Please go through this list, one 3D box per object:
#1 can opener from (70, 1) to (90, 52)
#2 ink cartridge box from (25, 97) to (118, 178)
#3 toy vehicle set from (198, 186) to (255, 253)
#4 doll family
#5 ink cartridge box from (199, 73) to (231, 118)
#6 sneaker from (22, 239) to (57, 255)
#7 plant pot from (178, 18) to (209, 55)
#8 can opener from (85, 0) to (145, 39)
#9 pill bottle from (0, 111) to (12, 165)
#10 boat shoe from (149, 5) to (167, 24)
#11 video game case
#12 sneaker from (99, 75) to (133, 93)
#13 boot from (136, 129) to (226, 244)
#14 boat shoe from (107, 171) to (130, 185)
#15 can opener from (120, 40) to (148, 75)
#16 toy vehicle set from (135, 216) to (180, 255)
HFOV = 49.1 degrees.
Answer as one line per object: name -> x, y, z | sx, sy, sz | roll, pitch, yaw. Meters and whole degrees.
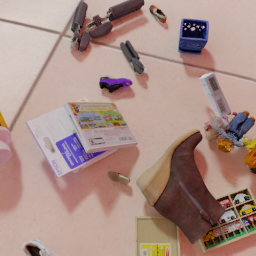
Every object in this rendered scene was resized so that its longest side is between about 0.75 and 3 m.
can opener -> -1.993, -4.311, 12.087 | 0.832, 0.664, 2.489 | 22, 60, -26
ink cartridge box -> -1.872, 0.290, 9.482 | 2.337, 0.507, 2.315 | -26, 69, -25
toy vehicle set -> 3.032, 2.776, 8.612 | 2.147, 0.285, 1.334 | -17, 65, -8
doll family -> 3.826, 0.352, 9.282 | 2.761, 1.244, 1.714 | 38, 69, 17
ink cartridge box -> 2.785, -1.113, 9.535 | 0.492, 1.726, 1.403 | -27, 96, -2
sneaker -> -2.226, 3.790, 7.821 | 1.886, 0.817, 0.707 | 27, 65, 11
plant pot -> 2.618, -3.664, 11.427 | 1.122, 1.008, 1.122 | 8, 63, 4
can opener -> -0.501, -4.794, 12.289 | 2.915, 0.778, 0.975 | -28, 99, -14
pill bottle -> -4.927, -0.070, 9.330 | 1.540, 1.540, 2.820 | -29, 67, -14
boat shoe -> 1.347, -5.175, 12.541 | 0.422, 0.371, 1.186 | -27, 65, -11
video game case -> -0.878, -0.104, 9.364 | 2.115, 0.242, 1.925 | -5, 55, -44
sneaker -> -0.492, -1.626, 10.756 | 1.307, 0.454, 0.650 | 7, 68, 9
boot -> 2.016, 1.675, 8.744 | 2.495, 1.085, 2.999 | 42, 69, 16
boat shoe -> -0.292, 1.621, 9.152 | 0.803, 0.260, 0.289 | 18, 94, 21
can opener -> 0.229, -2.911, 11.266 | 0.494, 0.619, 1.851 | -23, 66, -11
toy vehicle set -> 0.846, 3.684, 8.156 | 1.318, 0.281, 2.121 | 1, 63, 1
